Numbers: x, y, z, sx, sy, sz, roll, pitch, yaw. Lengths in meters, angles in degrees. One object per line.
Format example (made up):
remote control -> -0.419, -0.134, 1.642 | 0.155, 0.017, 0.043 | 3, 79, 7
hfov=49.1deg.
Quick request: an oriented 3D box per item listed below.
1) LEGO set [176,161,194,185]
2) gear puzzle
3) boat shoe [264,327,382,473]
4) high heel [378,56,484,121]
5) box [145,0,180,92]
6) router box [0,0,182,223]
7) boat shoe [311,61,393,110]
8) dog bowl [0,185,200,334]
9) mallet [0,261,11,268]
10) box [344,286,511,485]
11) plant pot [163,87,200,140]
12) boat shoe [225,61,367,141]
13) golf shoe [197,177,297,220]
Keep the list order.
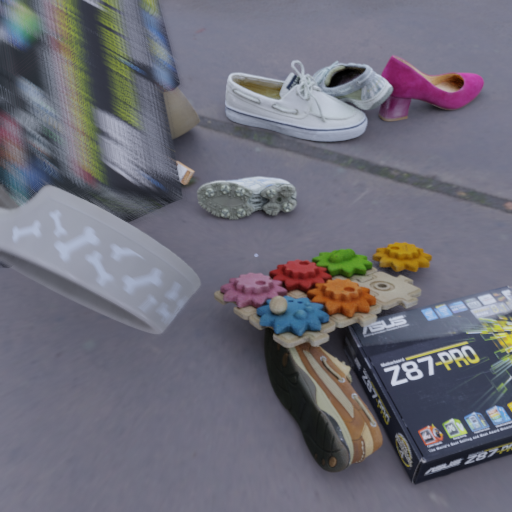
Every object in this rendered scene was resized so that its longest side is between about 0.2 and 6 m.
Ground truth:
LEGO set -> -2.219, -1.730, 10.175 | 2.215, 0.824, 1.019 | 2, 79, -5
gear puzzle -> 1.246, 0.267, 7.615 | 3.389, 0.444, 1.755 | -15, 28, -33
boat shoe -> 0.743, 1.554, 6.663 | 0.775, 0.794, 2.099 | -6, 43, -24
high heel -> 3.735, -3.741, 11.619 | 2.758, 1.323, 0.929 | -16, 46, -16
box -> -2.374, -3.932, 8.507 | 1.669, 3.033, 0.527 | -18, 10, -18
router box -> -2.429, -1.923, 6.538 | 2.647, 3.532, 1.097 | -18, -10, 35
boat shoe -> 1.801, -3.575, 11.382 | 0.893, 0.777, 2.423 | -46, 32, 3
dog bowl -> -1.280, 0.064, 4.262 | 1.690, 1.690, 0.495 | 19, 73, 19
mallet -> -2.795, -1.186, 5.218 | 0.969, 0.605, 2.942 | -44, 74, -6
box -> 2.567, 1.451, 6.811 | 2.432, 0.597, 1.961 | -11, 42, -11
plant pot -> -2.183, -2.807, 10.510 | 1.301, 1.938, 1.938 | -44, 55, -3
boat shoe -> 0.778, -3.178, 11.090 | 2.944, 1.255, 1.087 | 16, 46, 16
golf shoe -> -0.167, -1.040, 9.494 | 1.670, 0.654, 0.812 | 2, 27, -6
